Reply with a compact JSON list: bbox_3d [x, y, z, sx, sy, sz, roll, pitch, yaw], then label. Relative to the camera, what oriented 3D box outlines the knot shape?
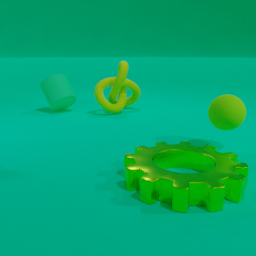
[{"bbox_3d":[-0.294,-1.480,9.882,0.869,1.759,1.880,21,17,33],"label":"knot shape"}]

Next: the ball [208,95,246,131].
[{"bbox_3d":[2.152,-0.335,6.115,0.786,0.786,0.786,0,16,0],"label":"ball"}]

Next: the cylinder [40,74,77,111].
[{"bbox_3d":[-2.481,-1.265,10.012,0.978,0.978,0.978,-27,-13,-7],"label":"cylinder"}]

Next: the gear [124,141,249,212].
[{"bbox_3d":[0.931,0.712,4.739,1.999,0.370,1.999,0,16,0],"label":"gear"}]
